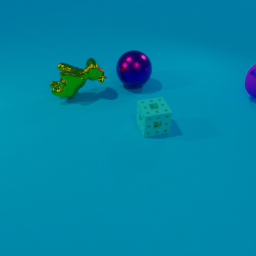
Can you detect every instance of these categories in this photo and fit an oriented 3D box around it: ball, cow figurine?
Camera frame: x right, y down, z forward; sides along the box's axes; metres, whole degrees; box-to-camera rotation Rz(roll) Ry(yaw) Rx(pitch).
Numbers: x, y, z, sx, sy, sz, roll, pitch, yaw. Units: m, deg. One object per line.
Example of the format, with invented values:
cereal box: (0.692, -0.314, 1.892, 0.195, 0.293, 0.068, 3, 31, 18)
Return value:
ball: (0.207, -2.021, 9.585, 1.243, 1.243, 1.243, 0, 39, 0)
cow figurine: (-1.562, -1.555, 9.007, 1.537, 1.562, 0.858, 11, 38, -35)

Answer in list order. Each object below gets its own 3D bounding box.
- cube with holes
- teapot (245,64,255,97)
cube with holes: (0.708, -0.306, 7.804, 0.749, 0.749, 0.749, -9, 42, -11)
teapot: (4.334, -1.482, 8.929, 0.867, 1.770, 1.101, 21, 85, 45)
